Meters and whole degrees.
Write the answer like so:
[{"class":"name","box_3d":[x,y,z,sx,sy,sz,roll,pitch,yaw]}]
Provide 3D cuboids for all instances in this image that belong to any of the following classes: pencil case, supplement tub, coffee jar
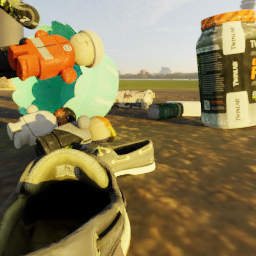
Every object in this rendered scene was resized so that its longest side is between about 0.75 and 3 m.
[{"class":"pencil case","box_3d":[0.117,-1.439,13.683,2.252,0.876,1.007,4,38,25]},{"class":"supplement tub","box_3d":[2.902,-1.598,7.912,1.832,2.991,1.832,-8,10,1]},{"class":"coffee jar","box_3d":[1.359,-0.618,9.892,1.263,0.539,0.659,-7,11,-34]}]

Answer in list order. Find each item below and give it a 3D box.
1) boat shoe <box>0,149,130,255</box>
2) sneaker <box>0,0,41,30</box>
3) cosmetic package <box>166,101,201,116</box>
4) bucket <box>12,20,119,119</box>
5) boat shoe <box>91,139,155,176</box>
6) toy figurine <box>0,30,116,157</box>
[{"class":"boat shoe","box_3d":[-0.391,0.548,2.013,0.886,0.815,2.479,-1,9,-7]},{"class":"sneaker","box_3d":[-3.640,-3.790,8.770,2.099,0.744,0.870,38,22,3]},{"class":"cosmetic package","box_3d":[2.129,-0.763,10.853,1.306,0.530,0.737,1,9,11]},{"class":"bucket","box_3d":[-1.666,-1.306,7.668,2.676,2.676,1.741,6,-6,34]},{"class":"boat shoe","box_3d":[-0.261,0.438,3.849,1.454,0.435,0.520,-6,11,-31]},{"class":"toy figurine","box_3d":[-1.289,-0.583,4.899,1.481,2.096,2.129,-24,21,-35]}]
